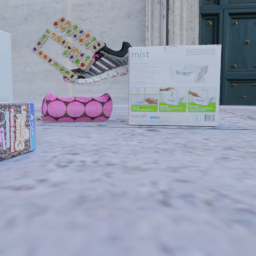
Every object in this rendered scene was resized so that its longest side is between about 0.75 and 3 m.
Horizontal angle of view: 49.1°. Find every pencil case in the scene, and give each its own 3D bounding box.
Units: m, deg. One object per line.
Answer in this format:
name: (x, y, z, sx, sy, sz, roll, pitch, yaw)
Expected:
pencil case: (-1.842, -0.787, 10.118, 2.473, 1.158, 1.122, 0, -34, -19)

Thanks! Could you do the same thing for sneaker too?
sneaker: (-0.976, -2.309, 9.738, 2.757, 1.206, 1.017, -14, 20, -3)

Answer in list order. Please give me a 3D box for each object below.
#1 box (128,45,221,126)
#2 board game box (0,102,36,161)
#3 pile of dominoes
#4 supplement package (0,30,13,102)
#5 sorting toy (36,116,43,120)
box: (1.409, -1.304, 8.813, 2.716, 2.397, 1.313, 0, 6, 9)
board game box: (-2.156, 0.036, 3.658, 1.214, 0.738, 1.523, 1, 6, 14)
pile of dominoes: (-2.036, -2.706, 9.240, 2.132, 1.662, 0.339, 36, 2, 11)
supplement package: (-4.038, -1.216, 7.074, 1.534, 2.562, 1.554, 2, 5, 17)
sorting toy: (-3.161, -0.444, 11.401, 1.019, 0.186, 0.943, -2, 6, -25)
